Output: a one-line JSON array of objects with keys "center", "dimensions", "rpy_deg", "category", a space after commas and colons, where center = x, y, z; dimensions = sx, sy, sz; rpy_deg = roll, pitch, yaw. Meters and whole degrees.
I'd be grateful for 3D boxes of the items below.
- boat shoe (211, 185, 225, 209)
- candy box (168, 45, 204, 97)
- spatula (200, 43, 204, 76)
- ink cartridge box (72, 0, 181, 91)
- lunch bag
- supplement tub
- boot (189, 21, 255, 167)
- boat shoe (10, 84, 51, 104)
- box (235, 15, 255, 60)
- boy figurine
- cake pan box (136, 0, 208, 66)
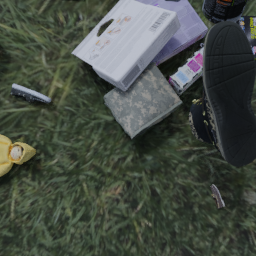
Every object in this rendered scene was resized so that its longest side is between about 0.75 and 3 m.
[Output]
[{"center": [2.833, 2.203, 8.998], "dimensions": [0.229, 0.277, 0.771], "rpy_deg": [-24, 88, -7], "category": "boat shoe"}, {"center": [2.138, -1.926, 9.003], "dimensions": [1.872, 1.277, 0.571], "rpy_deg": [-44, 83, -2], "category": "candy box"}, {"center": [3.096, -2.095, 9.693], "dimensions": [1.894, 0.152, 1.317], "rpy_deg": [31, 84, 8], "category": "spatula"}, {"center": [-0.111, -2.789, 8.943], "dimensions": [2.419, 0.614, 2.746], "rpy_deg": [36, 83, 36], "category": "ink cartridge box"}, {"center": [0.416, -0.797, 8.966], "dimensions": [2.012, 1.183, 1.650], "rpy_deg": [-33, 83, -9], "category": "lunch bag"}, {"center": [2.596, -3.632, 7.064], "dimensions": [1.104, 1.801, 1.104], "rpy_deg": [0, 64, 1], "category": "supplement tub"}, {"center": [2.030, -0.781, 6.705], "dimensions": [1.087, 2.275, 3.013], "rpy_deg": [-12, 99, -4], "category": "boot"}, {"center": [-3.259, -1.061, 9.382], "dimensions": [1.445, 0.496, 0.409], "rpy_deg": [21, 88, 9], "category": "boat shoe"}, {"center": [4.310, -3.097, 9.664], "dimensions": [1.203, 0.332, 1.502], "rpy_deg": [1, 82, -5], "category": "box"}, {"center": [-4.239, 0.910, 8.929], "dimensions": [2.481, 0.799, 1.542], "rpy_deg": [1, 79, 2], "category": "boy figurine"}, {"center": [1.105, -3.531, 9.634], "dimensions": [2.456, 0.642, 2.262], "rpy_deg": [-34, 81, -5], "category": "cake pan box"}]
